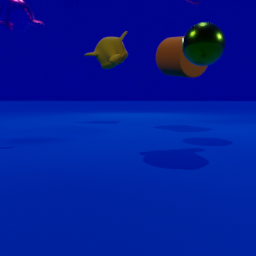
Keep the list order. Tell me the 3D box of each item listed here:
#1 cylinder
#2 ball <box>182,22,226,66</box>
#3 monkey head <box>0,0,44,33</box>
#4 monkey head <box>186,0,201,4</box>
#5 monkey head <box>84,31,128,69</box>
[{"bbox_3d":[1.739,-2.284,9.004,1.248,1.248,1.248,-3,15,-29],"label":"cylinder"},{"bbox_3d":[1.746,-1.932,6.485,0.978,0.978,0.978,0,6,0],"label":"ball"},{"bbox_3d":[-2.310,-2.298,5.726,1.043,0.628,0.750,36,25,-24],"label":"monkey head"},{"bbox_3d":[1.097,-3.163,5.539,1.315,1.828,1.102,17,-40,-20],"label":"monkey head"},{"bbox_3d":[-0.695,-3.031,11.085,1.967,1.185,1.415,-29,10,1],"label":"monkey head"}]
